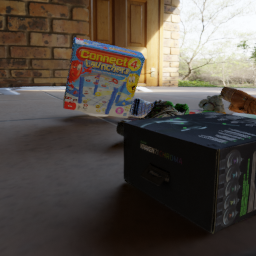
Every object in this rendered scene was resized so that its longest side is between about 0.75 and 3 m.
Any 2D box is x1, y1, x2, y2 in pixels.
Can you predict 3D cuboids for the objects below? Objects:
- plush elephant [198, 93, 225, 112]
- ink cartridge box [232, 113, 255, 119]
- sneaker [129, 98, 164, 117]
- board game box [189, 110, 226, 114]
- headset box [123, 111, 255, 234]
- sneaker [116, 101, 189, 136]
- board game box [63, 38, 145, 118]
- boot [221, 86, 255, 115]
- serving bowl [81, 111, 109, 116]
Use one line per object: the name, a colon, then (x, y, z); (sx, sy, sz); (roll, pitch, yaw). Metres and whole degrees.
plush elephant: (4.227, -1.080, 14.177); (1.121, 1.192, 1.448); (-37, -20, -7)
ink cartridge box: (4.560, -0.210, 8.693); (2.816, 0.705, 2.266); (-30, 27, -36)
sneaker: (1.065, -0.896, 13.696); (2.594, 0.975, 1.051); (11, -1, 45)
board game box: (3.442, -0.516, 12.721); (1.369, 0.361, 1.789); (9, 14, 39)
headset box: (1.448, 0.516, 5.025); (2.641, 1.225, 2.299); (-7, 14, -33)
sneaker: (0.844, -0.253, 9.043); (2.911, 1.240, 1.136); (-9, 14, -38)
board game box: (-1.074, -2.015, 11.858); (2.927, 2.865, 0.818); (8, 31, -16)
boot: (6.004, -1.017, 13.892); (2.782, 1.025, 2.153); (18, 14, -44)
serving bowl: (-1.473, -1.089, 14.289); (2.515, 0.827, 2.515); (3, 13, -1)
